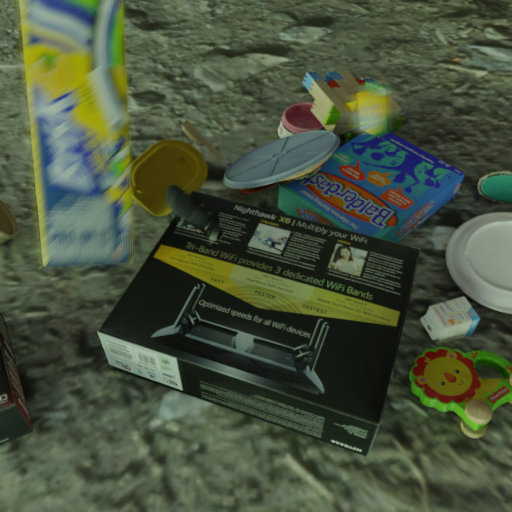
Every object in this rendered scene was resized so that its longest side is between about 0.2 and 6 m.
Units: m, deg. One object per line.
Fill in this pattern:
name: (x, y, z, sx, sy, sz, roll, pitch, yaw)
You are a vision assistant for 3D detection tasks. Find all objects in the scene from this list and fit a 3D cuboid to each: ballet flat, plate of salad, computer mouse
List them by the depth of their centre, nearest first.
computer mouse: (-1.079, -0.704, 9.262, 0.306, 1.159, 0.803, -43, 27, 16)
plate of salad: (4.817, 0.143, 10.633, 2.349, 0.564, 2.349, -6, 53, 7)
ballet flat: (5.664, -1.514, 12.148, 1.964, 0.743, 0.628, 1, 18, -5)

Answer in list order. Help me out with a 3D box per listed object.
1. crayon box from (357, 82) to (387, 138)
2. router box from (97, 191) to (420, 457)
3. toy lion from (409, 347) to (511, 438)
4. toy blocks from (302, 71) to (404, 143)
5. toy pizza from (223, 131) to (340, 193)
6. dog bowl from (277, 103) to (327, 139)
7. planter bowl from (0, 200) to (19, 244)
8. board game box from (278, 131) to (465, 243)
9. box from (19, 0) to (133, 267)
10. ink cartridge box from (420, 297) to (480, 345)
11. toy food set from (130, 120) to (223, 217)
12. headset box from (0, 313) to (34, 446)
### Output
crayon box: (1.984, -2.498, 9.586, 0.211, 0.818, 0.514, -27, 39, -17)
router box: (0.206, 0.875, 9.546, 4.472, 1.168, 3.516, 16, 50, 14)
toy lion: (3.380, 2.021, 9.054, 1.600, 0.549, 1.533, -24, 45, -20)
toy blocks: (2.209, -3.761, 13.487, 2.500, 1.249, 1.709, -12, 55, -30)
toy pizza: (0.554, -1.991, 12.066, 2.639, 0.418, 2.639, -18, 25, 9)
dog bowl: (1.229, -3.197, 13.626, 1.404, 0.518, 1.404, 0, 48, 0)
planter bowl: (-5.432, -0.655, 11.060, 0.795, 1.181, 1.181, -34, 52, 6)
board game box: (2.430, -1.384, 11.867, 3.198, 0.719, 2.432, -36, 57, -27)
box: (-2.920, -2.309, 9.389, 1.520, 4.729, 1.657, -2, 15, -14)
ink cartridge box: (3.348, 1.141, 9.765, 0.809, 0.507, 0.520, -14, 50, -13)
toy food set: (-1.856, -1.736, 12.270, 1.399, 0.777, 2.378, 40, 58, 2)
headset box: (-4.716, 2.057, 8.623, 1.917, 0.995, 2.576, -21, 53, -18)
